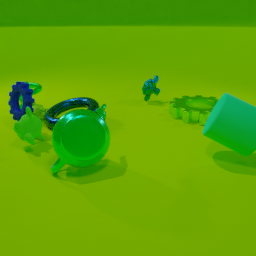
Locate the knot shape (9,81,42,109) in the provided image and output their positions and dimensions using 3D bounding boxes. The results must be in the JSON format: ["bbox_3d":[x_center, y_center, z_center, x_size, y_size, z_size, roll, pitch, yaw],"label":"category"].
[{"bbox_3d":[-3.585,-1.071,9.660,0.588,1.191,1.273,42,15,-16],"label":"knot shape"}]

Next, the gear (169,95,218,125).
[{"bbox_3d":[2.465,-0.652,9.534,2.087,0.386,2.087,0,22,0],"label":"gear"}]

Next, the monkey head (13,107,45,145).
[{"bbox_3d":[-2.434,0.044,7.095,0.799,1.111,0.669,31,58,35],"label":"monkey head"}]

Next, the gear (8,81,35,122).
[{"bbox_3d":[-3.019,-0.737,7.896,1.110,1.110,0.205,19,14,39],"label":"gear"}]

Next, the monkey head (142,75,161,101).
[{"bbox_3d":[0.931,-1.501,10.768,0.782,1.087,0.655,29,12,18],"label":"monkey head"}]

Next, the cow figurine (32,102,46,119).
[{"bbox_3d":[-3.072,-0.563,9.170,0.867,0.484,0.881,21,17,29],"label":"cow figurine"}]

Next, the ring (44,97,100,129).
[{"bbox_3d":[-1.753,-0.483,8.752,1.771,0.354,1.771,-9,29,5],"label":"ring"}]

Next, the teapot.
[{"bbox_3d":[-1.018,0.176,6.189,2.022,1.257,0.990,-53,14,-16],"label":"teapot"}]

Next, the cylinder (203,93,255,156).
[{"bbox_3d":[2.445,-0.079,6.379,1.096,1.096,1.096,28,27,6],"label":"cylinder"}]
